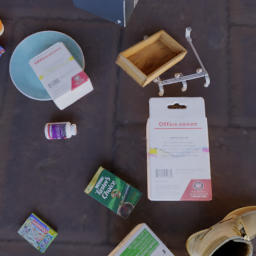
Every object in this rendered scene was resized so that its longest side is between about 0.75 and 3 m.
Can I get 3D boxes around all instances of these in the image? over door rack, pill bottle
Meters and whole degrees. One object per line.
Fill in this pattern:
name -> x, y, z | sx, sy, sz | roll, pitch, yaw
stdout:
over door rack -> 1.535, -2.104, 9.062 | 1.608, 0.725, 2.176 | -12, 66, -2
pill bottle -> -2.069, 0.074, 8.642 | 0.887, 0.499, 0.499 | -3, 78, 0

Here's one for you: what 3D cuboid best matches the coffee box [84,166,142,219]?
coffee box -> -0.439, 1.916, 8.324 | 1.501, 0.330, 0.923 | 33, 80, 7

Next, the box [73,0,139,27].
box -> -0.448, -5.162, 9.303 | 1.996, 1.440, 2.689 | 24, 79, 5

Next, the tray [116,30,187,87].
tray -> 0.780, -2.208, 8.682 | 1.120, 0.420, 2.270 | 44, 53, 9

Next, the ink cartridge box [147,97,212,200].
ink cartridge box -> 1.423, 0.612, 8.275 | 1.702, 0.987, 2.923 | 0, 79, 0

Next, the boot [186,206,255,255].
boot -> 2.863, 2.858, 7.288 | 2.513, 1.944, 0.906 | -23, 78, -5

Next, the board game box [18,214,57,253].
board game box -> -2.640, 3.062, 8.176 | 0.957, 0.139, 0.644 | 36, 81, 7

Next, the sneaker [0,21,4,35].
sneaker -> -4.907, -2.863, 9.156 | 0.732, 0.774, 2.006 | 26, 81, 4

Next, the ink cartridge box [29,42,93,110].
ink cartridge box -> -2.055, -1.622, 8.651 | 1.228, 0.706, 1.692 | -34, 71, -6

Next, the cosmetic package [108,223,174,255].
cosmetic package -> 0.742, 3.911, 7.439 | 2.428, 1.030, 1.306 | 44, 66, 9

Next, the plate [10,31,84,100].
plate -> -2.629, -2.030, 9.205 | 2.430, 0.310, 2.430 | 0, 78, -1

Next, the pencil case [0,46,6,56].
pencil case -> -4.591, -2.149, 9.097 | 0.554, 0.616, 1.419 | 30, 80, -15
